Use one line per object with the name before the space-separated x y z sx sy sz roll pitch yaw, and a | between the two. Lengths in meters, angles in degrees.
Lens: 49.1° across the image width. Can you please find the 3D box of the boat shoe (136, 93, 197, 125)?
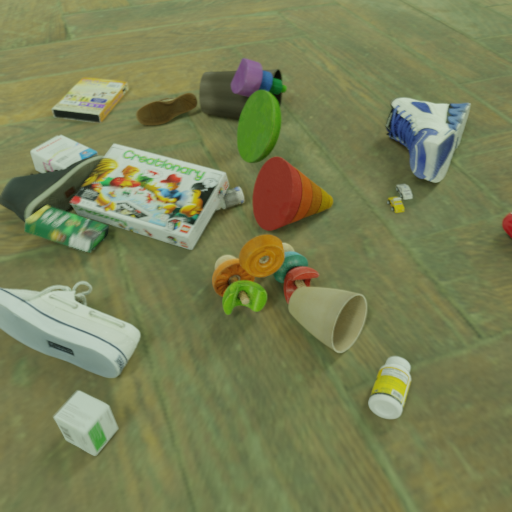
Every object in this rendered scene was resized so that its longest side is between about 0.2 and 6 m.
boat shoe | -2.401 -3.881 14.847 1.675 0.604 0.603 -26 18 -15

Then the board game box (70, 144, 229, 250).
board game box | -2.218 -1.296 11.758 2.820 0.488 1.780 17 60 17

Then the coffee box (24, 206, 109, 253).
coffee box | -3.726 -0.541 11.051 1.375 0.302 0.845 18 27 2

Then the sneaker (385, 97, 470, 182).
sneaker | 3.838 -2.872 13.338 1.807 1.264 3.130 17 39 22

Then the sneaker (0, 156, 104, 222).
sneaker | -4.346 -1.636 12.140 1.242 0.875 2.339 27 51 25

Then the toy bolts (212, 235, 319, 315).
toy bolts | 0.170 0.079 9.961 1.769 1.690 1.227 0 37 -25

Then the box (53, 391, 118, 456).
box | -2.433 2.399 8.040 0.615 0.612 0.527 17 45 24

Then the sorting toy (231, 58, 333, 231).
sorting toy | 0.634 -2.515 12.465 1.570 1.580 4.558 5 56 -29

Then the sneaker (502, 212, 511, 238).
sneaker | 5.332 -0.110 10.659 1.089 0.738 1.885 -28 49 -28

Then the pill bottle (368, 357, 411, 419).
pill bottle | 2.073 1.998 8.576 0.501 0.501 0.892 17 45 17

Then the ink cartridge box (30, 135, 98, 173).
ink cartridge box | -4.420 -2.208 12.990 1.285 0.544 0.929 27 49 24

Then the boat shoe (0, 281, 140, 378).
boat shoe | -3.169 0.950 9.310 2.782 1.028 1.186 18 46 15

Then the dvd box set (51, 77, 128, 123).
dvd box set | -4.534 -4.317 15.418 1.393 0.280 1.904 9 44 9

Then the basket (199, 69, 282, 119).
basket | -0.415 -4.212 14.629 1.926 1.310 1.737 7 38 13

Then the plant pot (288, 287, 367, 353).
plant pot | 1.127 0.938 9.441 1.096 1.027 1.027 23 47 36

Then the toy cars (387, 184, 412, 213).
toy cars | 3.169 -1.315 12.281 0.458 0.226 1.021 22 47 21

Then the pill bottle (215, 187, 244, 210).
pill bottle | -0.610 -1.224 12.062 0.646 0.368 0.368 -19 46 -10
